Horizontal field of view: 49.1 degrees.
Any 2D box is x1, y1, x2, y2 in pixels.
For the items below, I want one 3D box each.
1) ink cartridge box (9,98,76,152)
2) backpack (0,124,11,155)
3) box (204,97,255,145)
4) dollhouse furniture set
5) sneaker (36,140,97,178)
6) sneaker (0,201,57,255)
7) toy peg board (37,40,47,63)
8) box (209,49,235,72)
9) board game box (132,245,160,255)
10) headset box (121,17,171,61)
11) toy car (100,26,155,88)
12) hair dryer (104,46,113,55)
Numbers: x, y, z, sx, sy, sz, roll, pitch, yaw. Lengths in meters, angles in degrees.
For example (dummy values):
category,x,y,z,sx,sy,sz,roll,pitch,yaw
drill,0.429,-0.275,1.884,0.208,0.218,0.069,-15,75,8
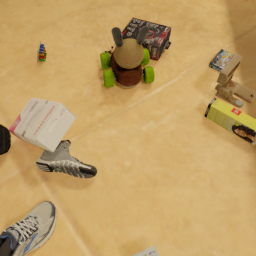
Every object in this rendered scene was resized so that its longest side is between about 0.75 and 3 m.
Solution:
category,x,y,z,sx,sy,sz,roll,pitch,yaw
ink cartridge box,-3.182,-0.157,10.306,2.186,0.905,1.601,13,66,44
backpack,-5.815,0.453,10.025,2.528,2.109,1.600,-9,59,0
box,4.238,-0.294,11.202,2.291,0.862,0.574,34,61,23
dollhouse furniture set,4.706,-1.846,11.737,1.477,1.813,1.724,34,63,22
sneaker,-2.117,1.014,10.274,2.276,0.854,1.314,9,52,8
sneaker,-3.191,3.296,8.411,1.045,1.155,2.712,27,58,18
toy peg board,-4.208,-3.719,13.761,0.390,0.794,0.797,6,53,-14
box,4.666,-3.276,13.721,0.896,0.247,1.312,31,60,21
board game box,0.712,4.350,7.826,0.871,0.856,1.662,-18,56,-13
headset box,0.983,-4.502,14.196,2.416,0.906,1.796,19,56,13
toy car,-0.013,-3.301,12.090,2.273,2.768,2.184,-7,60,-7
hair dryer,-0.862,-3.737,14.133,0.650,0.232,0.854,-30,54,1
